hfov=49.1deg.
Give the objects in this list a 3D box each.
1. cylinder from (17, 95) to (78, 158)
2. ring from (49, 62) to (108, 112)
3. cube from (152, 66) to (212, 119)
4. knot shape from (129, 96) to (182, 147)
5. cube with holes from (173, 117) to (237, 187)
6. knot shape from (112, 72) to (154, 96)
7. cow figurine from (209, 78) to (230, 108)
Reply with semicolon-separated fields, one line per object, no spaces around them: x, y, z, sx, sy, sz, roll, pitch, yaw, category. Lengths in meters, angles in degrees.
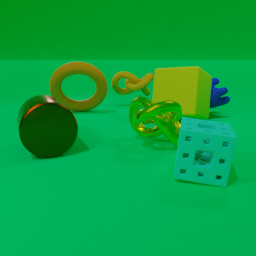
-1.812;-0.076;6.212;1.179;1.179;1.179;-6;16;-22;cylinder
-1.739;-1.417;9.949;2.039;2.039;0.408;-2;43;-7;ring
1.680;-1.036;8.661;1.377;1.377;1.377;4;-1;32;cube
0.609;-0.196;6.631;1.544;0.762;1.650;16;-18;42;knot shape
1.316;0.384;4.938;0.871;0.871;0.871;8;17;10;cube with holes
0.331;-1.746;11.335;1.721;0.795;1.611;1;-4;26;knot shape
2.548;-1.124;9.766;1.542;0.860;1.567;-24;33;7;cow figurine
